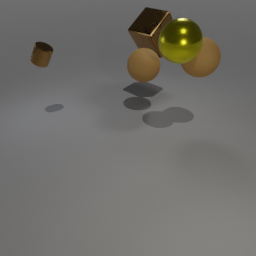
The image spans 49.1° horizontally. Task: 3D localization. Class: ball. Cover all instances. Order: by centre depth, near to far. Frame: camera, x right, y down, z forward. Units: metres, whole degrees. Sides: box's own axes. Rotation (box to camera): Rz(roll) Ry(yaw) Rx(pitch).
[{"bbox_3d":[1.666,-2.747,8.891,1.400,1.400,1.400,0,30,0],"label":"ball"},{"bbox_3d":[2.567,-2.508,9.964,1.400,1.400,1.400,0,30,0],"label":"ball"},{"bbox_3d":[0.657,-2.624,11.727,1.400,1.400,1.400,0,30,0],"label":"ball"}]

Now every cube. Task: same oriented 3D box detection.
[{"bbox_3d":[1.131,-4.196,12.319,1.400,1.400,1.400,30,79,38],"label":"cube"}]

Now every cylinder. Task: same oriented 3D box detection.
[{"bbox_3d":[-3.271,-2.784,10.622,0.700,0.700,0.700,21,37,-17],"label":"cylinder"}]
